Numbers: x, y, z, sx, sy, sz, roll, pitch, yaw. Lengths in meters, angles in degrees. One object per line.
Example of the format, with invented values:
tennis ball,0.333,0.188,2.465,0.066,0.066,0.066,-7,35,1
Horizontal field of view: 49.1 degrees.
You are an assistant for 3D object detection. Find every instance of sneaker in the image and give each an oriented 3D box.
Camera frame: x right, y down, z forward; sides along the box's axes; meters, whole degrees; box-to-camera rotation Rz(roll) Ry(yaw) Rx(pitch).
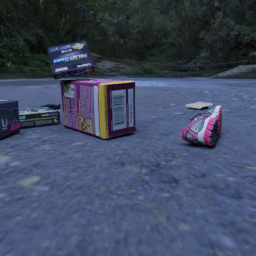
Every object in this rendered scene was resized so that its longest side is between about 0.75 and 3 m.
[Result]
sneaker,2.262,-0.138,8.219,0.870,0.939,2.330,4,13,25

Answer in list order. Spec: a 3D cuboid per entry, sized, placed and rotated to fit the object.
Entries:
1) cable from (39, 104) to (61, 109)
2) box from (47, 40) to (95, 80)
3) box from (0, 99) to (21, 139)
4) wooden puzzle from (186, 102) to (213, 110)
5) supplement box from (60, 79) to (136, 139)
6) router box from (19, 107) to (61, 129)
cable,-3.936,-1.097,14.011,1.079,0.274,0.881,-10,16,-37
box,-1.861,-2.240,9.119,1.327,0.330,1.317,-13,55,-9
box,-4.564,-0.310,8.575,2.055,1.090,1.256,3,13,15
wooden puzzle,3.588,-1.095,14.145,1.045,0.242,0.968,-17,20,-40
supplement box,-1.025,-0.731,9.149,1.304,1.654,2.526,-13,19,-40
router box,-3.477,-0.394,10.283,1.655,0.514,1.240,-9,15,-33
